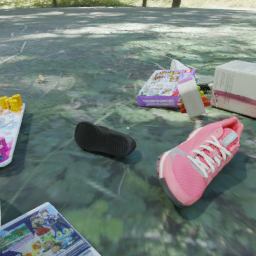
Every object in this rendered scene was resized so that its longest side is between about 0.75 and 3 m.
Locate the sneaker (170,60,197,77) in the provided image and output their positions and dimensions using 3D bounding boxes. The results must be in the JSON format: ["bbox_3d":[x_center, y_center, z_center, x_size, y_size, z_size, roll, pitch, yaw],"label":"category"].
[{"bbox_3d":[2.132,-2.104,10.637,0.707,0.602,1.599,0,35,-17],"label":"sneaker"}]

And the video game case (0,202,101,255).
[{"bbox_3d":[-1.370,1.948,3.078,2.273,0.261,2.071,-24,36,-36],"label":"video game case"}]

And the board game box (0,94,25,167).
[{"bbox_3d":[-3.971,0.130,6.154,2.983,0.386,2.984,-10,29,-9],"label":"board game box"}]

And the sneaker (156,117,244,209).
[{"bbox_3d":[1.330,0.390,4.823,0.888,1.045,2.409,50,40,2],"label":"sneaker"}]

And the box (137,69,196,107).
[{"bbox_3d":[1.245,-1.277,8.712,1.366,0.390,1.997,3,33,24],"label":"box"}]

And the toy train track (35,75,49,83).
[{"bbox_3d":[-3.217,-1.821,10.471,0.517,0.147,0.901,-17,26,-17],"label":"toy train track"}]

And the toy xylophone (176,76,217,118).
[{"bbox_3d":[1.763,-0.762,7.196,0.933,1.274,0.320,-12,43,12],"label":"toy xylophone"}]

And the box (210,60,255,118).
[{"bbox_3d":[3.633,-1.048,7.788,2.172,1.183,1.389,24,33,37],"label":"box"}]

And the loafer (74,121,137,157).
[{"bbox_3d":[-0.504,0.280,6.082,1.623,0.592,0.579,19,3,33],"label":"loafer"}]

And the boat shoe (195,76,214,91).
[{"bbox_3d":[2.206,-1.467,9.452,1.413,0.426,0.504,9,48,36],"label":"boat shoe"}]
